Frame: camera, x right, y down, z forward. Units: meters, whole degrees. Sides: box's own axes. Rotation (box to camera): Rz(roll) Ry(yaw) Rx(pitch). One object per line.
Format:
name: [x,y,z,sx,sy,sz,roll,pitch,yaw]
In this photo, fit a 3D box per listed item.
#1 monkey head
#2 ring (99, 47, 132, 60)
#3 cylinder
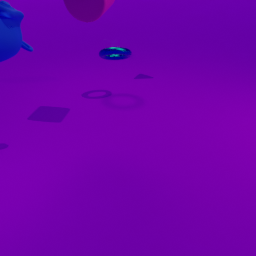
monkey head: [-2.711,-1.914,5.247,1.943,1.171,1.398,-18,56,-46]
ring: [-0.462,-2.705,10.231,1.213,0.243,1.213,-2,2,0]
cylinder: [-0.952,-3.455,7.224,1.106,1.106,1.106,6,40,12]
